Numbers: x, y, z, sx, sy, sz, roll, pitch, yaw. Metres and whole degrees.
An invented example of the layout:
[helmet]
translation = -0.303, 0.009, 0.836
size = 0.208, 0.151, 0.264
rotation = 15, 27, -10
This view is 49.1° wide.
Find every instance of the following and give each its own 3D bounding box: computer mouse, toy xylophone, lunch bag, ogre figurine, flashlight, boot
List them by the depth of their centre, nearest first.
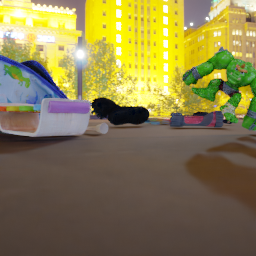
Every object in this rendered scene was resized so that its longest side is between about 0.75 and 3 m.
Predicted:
[toy xylophone]
translation = -1.314, -0.167, 4.684
size = 2.100, 0.528, 1.537
rotation = 2, 2, 41
[ogre figurine]
translation = 1.792, -0.760, 4.919
size = 0.766, 0.936, 1.562
rotation = 2, 38, -45
[lunch bag]
translation = -2.804, -0.761, 6.579
size = 2.699, 1.720, 2.294
rotation = 18, -4, -37
[flashlight]
translation = 1.950, -0.266, 7.991
size = 1.453, 0.492, 0.494
rotation = 2, -9, 6
[boot]
translation = -0.317, -0.622, 9.738
size = 1.765, 0.653, 1.447
rotation = -9, 28, -37
[computer mouse]
translation = 3.384, -0.370, 11.494
size = 0.322, 0.554, 1.889
rotation = -25, 20, -33

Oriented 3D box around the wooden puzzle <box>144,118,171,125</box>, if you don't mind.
[wooden puzzle]
translation = 1.334, -0.291, 11.607
size = 1.273, 0.151, 2.146
rotation = 3, 6, 9
